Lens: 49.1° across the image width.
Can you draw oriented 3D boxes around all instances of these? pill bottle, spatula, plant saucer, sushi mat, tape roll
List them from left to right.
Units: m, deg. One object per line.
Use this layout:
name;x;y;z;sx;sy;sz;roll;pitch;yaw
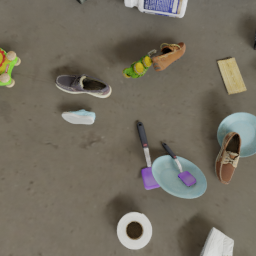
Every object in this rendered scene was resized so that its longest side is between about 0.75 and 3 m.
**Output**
tape roll;0.236;3.710;10.181;1.269;0.444;1.269;0;71;0
spatula;0.761;1.024;11.168;0.790;0.287;2.794;-11;71;-3
pill bottle;1.319;-6.086;12.856;2.775;1.606;1.606;10;72;3
spatula;1.933;1.372;10.948;0.576;0.209;2.037;-15;61;-31
plant saucer;1.853;1.886;10.443;2.128;0.410;2.128;10;35;-7
sushi mat;4.574;-2.302;12.374;0.816;0.103;1.705;-11;72;-4
plant saucer;4.482;0.255;11.140;1.782;0.343;1.782;2;98;17

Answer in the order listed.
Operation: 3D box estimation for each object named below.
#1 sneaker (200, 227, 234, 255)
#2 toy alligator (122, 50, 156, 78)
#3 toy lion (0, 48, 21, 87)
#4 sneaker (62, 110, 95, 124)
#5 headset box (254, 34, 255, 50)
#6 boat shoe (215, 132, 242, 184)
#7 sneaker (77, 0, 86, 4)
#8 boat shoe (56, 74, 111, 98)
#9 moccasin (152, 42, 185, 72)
sneaker;3.097;4.530;9.809;1.002;0.638;1.733;28;72;12
toy alligator;0.648;-2.652;11.926;2.591;0.859;0.623;-43;111;-40
toy lion;-5.730;-2.718;12.334;1.670;0.598;1.743;4;72;9
sneaker;-2.023;-0.513;11.645;1.388;0.513;0.569;11;46;6
headset box;6.688;-4.039;12.673;1.658;0.640;1.234;13;72;3
boat shoe;3.895;1.117;10.823;0.793;0.752;2.095;11;80;5
sneaker;-2.415;-6.735;13.651;0.800;0.534;1.397;-41;79;-14
boat shoe;-1.916;-1.896;11.873;2.443;0.792;0.879;14;72;5
moccasin;1.751;-3.228;12.072;2.172;0.795;0.838;-39;114;-29
